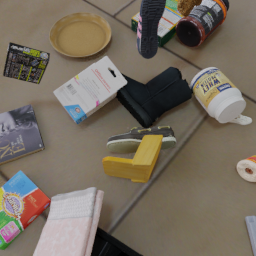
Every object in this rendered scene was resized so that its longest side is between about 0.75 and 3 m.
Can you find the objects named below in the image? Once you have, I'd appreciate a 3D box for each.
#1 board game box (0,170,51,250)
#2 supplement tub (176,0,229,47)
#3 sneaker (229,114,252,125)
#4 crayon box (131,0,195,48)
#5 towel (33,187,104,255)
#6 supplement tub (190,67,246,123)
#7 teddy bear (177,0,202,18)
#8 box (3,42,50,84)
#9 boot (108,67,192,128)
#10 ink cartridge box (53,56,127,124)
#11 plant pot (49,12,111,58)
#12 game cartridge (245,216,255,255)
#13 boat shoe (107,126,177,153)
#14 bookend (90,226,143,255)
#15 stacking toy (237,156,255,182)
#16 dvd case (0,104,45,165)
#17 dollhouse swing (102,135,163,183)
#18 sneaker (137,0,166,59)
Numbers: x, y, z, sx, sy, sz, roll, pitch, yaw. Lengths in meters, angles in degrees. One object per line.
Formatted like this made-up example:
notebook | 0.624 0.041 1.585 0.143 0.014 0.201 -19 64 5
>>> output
board game box | -3.795 2.637 9.198 1.549 0.408 2.025 37 68 18
supplement tub | 3.486 -4.956 12.716 1.451 1.451 2.712 38 66 18
sneaker | 4.340 -0.366 10.820 0.981 0.415 0.357 5 60 1
crayon box | 1.750 -5.236 13.254 1.800 0.738 2.863 39 69 18
towel | -1.833 3.072 7.872 0.447 2.773 2.649 30 57 -29
supplement tub | 3.381 -1.242 10.602 1.365 1.365 1.891 -21 54 -11
teddy bear | 2.298 -4.584 9.295 0.599 1.793 1.300 48 32 10
box | -3.346 -2.057 9.153 1.229 1.534 0.340 10 65 -25
boot | 0.812 -1.689 11.094 2.461 1.119 2.930 -36 74 -14
ink cartridge box | -1.383 -1.432 10.641 2.429 0.824 1.398 -37 86 -8
plant pot | -2.167 -4.240 12.927 2.828 0.389 2.828 0 62 1
game cartridge | 5.044 3.512 8.720 2.425 0.504 1.615 -2 66 -1
boat shoe | 0.461 0.376 10.189 2.520 0.898 0.759 -2 58 -9
bookend | -1.082 4.130 8.030 2.288 1.054 2.273 29 65 15
stacking toy | 4.480 1.237 9.848 0.875 0.875 1.197 41 54 20
dvd case | -4.767 0.373 10.525 2.809 0.224 2.088 -20 64 -10
dollhouse swing | 0.158 0.933 9.378 1.506 1.713 1.557 20 64 11
sneaker | 0.612 -3.381 8.781 0.782 2.228 0.914 1 30 -16
